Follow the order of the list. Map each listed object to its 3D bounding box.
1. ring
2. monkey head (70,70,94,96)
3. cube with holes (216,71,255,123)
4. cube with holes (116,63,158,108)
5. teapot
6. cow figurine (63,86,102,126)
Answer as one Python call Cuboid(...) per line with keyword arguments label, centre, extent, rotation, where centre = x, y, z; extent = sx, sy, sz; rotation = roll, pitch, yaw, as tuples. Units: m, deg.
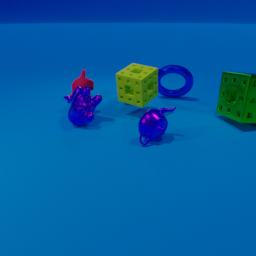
Cuboid(label="ring", centre=(1.671, -1.716, 10.423), extent=(1.514, 1.514, 0.303), rotation=(4, 52, 9))
Cuboid(label="monkey head", centre=(-1.748, -1.547, 10.249), extent=(0.760, 1.262, 0.908), rotation=(15, 21, -46))
Cuboid(label="cube with holes", centre=(3.605, -0.926, 8.240), extent=(1.302, 1.302, 1.302), rotation=(1, 15, -16))
Cuboid(label="cube with holes", centre=(0.297, -1.335, 8.643), extent=(0.922, 0.922, 0.922), rotation=(19, 41, 30))
Cuboid(label="teapot", centre=(0.704, -0.093, 7.091), extent=(0.637, 0.809, 1.301), rotation=(30, 79, 37))
Cuboid(label="cow figurine", centre=(-1.471, -0.653, 8.525), extent=(1.539, 0.859, 1.565), rotation=(-25, 39, 46))
